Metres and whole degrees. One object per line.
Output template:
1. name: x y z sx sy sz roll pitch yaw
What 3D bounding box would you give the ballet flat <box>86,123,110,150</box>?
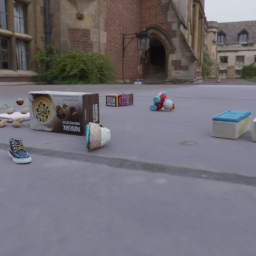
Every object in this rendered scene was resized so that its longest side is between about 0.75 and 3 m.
1. ballet flat: -0.649 0.121 6.065 0.521 0.527 1.549 3 11 -9

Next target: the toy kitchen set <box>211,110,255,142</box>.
1. toy kitchen set: 3.394 -0.708 6.556 2.411 1.931 1.420 7 14 35

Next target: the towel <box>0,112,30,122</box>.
1. towel: -3.797 -0.382 9.580 1.142 0.193 1.196 6 12 31

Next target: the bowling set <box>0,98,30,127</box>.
1. bowling set: -3.284 -0.432 8.245 1.209 0.842 0.649 -6 13 -9

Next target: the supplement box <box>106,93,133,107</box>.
1. supplement box: -0.407 -1.421 14.066 0.732 0.569 1.327 8 14 38

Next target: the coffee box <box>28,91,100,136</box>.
1. coffee box: -1.730 -0.440 7.555 1.854 1.048 0.740 6 12 27

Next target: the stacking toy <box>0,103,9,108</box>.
1. stacking toy: -6.137 -1.025 13.016 0.965 0.227 0.728 8 15 28

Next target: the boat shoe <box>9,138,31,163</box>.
1. boat shoe: -1.961 0.393 5.008 0.269 0.345 0.761 -9 14 -39

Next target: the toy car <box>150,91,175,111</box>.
1. toy car: 1.557 -0.977 11.890 0.918 0.812 0.846 34 37 16
